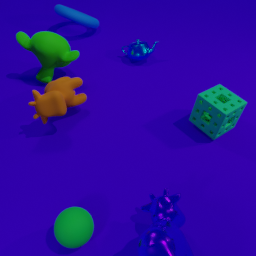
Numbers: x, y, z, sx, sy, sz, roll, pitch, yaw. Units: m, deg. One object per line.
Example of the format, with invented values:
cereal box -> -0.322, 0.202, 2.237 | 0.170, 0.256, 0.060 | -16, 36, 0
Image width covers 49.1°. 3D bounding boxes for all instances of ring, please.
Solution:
ring -> -1.952, -4.281, 10.769 | 1.758, 0.352, 1.758 | 20, 20, -7

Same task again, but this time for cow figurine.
cow figurine -> 0.588, 1.776, 4.775 | 0.843, 1.536, 1.512 | -24, 65, 19
cow figurine -> -1.916, -0.800, 7.356 | 1.609, 0.898, 1.635 | -26, 27, -28

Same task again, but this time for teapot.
teapot -> 0.405, -2.663, 9.428 | 1.333, 0.653, 0.829 | 2, 29, 21

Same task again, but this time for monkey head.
monkey head -> -2.383, -2.118, 8.348 | 1.926, 1.160, 1.385 | 19, 79, 3

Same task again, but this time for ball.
ball -> -0.996, 1.831, 5.174 | 0.718, 0.718, 0.718 | 0, 46, 0

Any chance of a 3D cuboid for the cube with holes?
cube with holes -> 2.259, -0.417, 7.123 | 0.862, 0.862, 0.862 | -25, 54, -30
